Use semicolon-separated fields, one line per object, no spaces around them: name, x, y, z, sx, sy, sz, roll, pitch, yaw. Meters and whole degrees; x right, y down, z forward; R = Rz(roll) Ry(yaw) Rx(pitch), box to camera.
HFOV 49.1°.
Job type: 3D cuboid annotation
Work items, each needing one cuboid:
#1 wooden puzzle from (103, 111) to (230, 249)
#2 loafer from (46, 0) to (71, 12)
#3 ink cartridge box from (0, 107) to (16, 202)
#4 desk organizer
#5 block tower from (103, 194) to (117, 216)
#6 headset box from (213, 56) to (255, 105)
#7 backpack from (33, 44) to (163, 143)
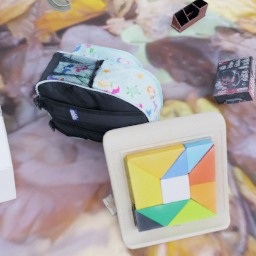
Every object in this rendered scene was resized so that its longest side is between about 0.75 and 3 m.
wooden puzzle;1.015;1.298;6.486;2.757;0.555;2.980;-11;105;-3
loafer;-1.792;-3.201;6.764;1.074;0.374;0.404;40;53;13
ink cartridge box;-3.661;0.358;7.008;1.162;1.982;2.707;-12;62;-26
desk organizer;2.270;-4.159;10.292;1.428;0.550;0.512;-38;68;-18
block tower;0.176;1.604;7.324;1.709;0.461;0.494;-31;68;-16
headset box;3.253;-1.372;8.541;1.073;0.542;1.444;-5;59;38
backpack;-0.530;-0.712;7.319;2.880;2.557;2.168;16;59;17
